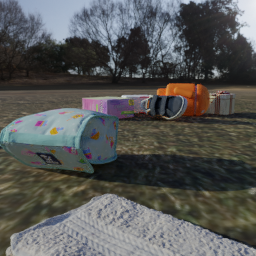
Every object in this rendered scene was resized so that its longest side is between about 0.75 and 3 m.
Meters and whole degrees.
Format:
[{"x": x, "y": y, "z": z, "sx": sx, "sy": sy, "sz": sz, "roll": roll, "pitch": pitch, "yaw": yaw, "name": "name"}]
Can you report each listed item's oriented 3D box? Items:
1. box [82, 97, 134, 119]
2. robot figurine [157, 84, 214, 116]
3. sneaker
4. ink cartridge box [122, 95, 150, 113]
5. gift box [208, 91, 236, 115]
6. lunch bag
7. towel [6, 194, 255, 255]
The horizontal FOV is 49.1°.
[{"x": -0.886, "y": -0.914, "z": 12.484, "sx": 1.560, "sy": 0.857, "sz": 1.773, "roll": -9, "pitch": 13, "yaw": -43, "name": "box"}, {"x": 2.639, "y": -1.313, "z": 12.987, "sx": 2.571, "sy": 1.850, "sz": 1.499, "roll": 3, "pitch": 43, "yaw": 12, "name": "robot figurine"}, {"x": 1.347, "y": -0.870, "z": 11.392, "sx": 0.962, "sy": 0.951, "sz": 2.424, "roll": 16, "pitch": -9, "yaw": -25, "name": "sneaker"}, {"x": 0.487, "y": -1.270, "z": 14.552, "sx": 1.479, "sy": 0.858, "sz": 2.004, "roll": -1, "pitch": 8, "yaw": -6, "name": "ink cartridge box"}, {"x": 4.492, "y": -1.260, "z": 13.732, "sx": 1.199, "sy": 1.120, "sz": 1.107, "roll": 9, "pitch": 13, "yaw": 38, "name": "gift box"}, {"x": -1.174, "y": 0.201, "z": 5.225, "sx": 1.579, "sy": 1.130, "sz": 1.853, "roll": 4, "pitch": 5, "yaw": 17, "name": "lunch bag"}, {"x": 0.060, "y": 1.078, "z": 2.310, "sx": 2.082, "sy": 0.359, "sz": 1.380, "roll": 8, "pitch": 13, "yaw": 39, "name": "towel"}]
